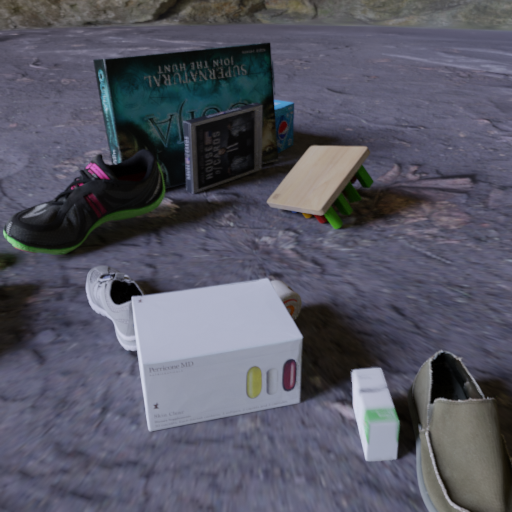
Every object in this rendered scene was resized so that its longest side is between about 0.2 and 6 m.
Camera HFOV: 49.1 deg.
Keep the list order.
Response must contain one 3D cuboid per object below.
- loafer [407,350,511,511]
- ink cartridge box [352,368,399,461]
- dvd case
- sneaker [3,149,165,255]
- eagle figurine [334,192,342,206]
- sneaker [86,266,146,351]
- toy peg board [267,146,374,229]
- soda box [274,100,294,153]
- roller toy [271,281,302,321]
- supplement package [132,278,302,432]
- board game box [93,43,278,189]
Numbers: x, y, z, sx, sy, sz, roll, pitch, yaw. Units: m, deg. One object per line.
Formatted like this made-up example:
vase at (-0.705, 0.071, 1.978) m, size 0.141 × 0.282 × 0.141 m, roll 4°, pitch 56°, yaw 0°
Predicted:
loafer at (1.912, 1.707, 5.316) m, size 0.823 × 0.762 × 2.187 m, roll -1°, pitch 28°, yaw -1°
ink cartridge box at (1.202, 1.596, 5.705) m, size 0.319 × 0.555 × 0.760 m, roll -5°, pitch 31°, yaw 1°
dvd case at (-0.669, -2.349, 12.113) m, size 0.256 × 1.554 × 2.068 m, roll 28°, pitch 40°, yaw 37°
sneaker at (-2.970, -1.067, 9.759) m, size 1.200 × 1.310 × 3.127 m, roll 34°, pitch 47°, yaw 25°
eagle figurine at (1.694, -1.500, 11.543) m, size 0.783 × 0.779 × 1.032 m, roll -20°, pitch 32°, yaw 28°
sneaker at (-1.814, 0.490, 7.629) m, size 0.701 × 0.769 × 1.875 m, roll -18°, pitch 32°, yaw -30°
toy peg board at (1.305, -1.265, 10.669) m, size 1.573 × 0.769 × 1.566 m, roll -52°, pitch 34°, yaw -16°
soda box at (-0.908, -3.649, 15.060) m, size 3.732 × 1.197 × 1.266 m, roll 16°, pitch 32°, yaw 26°
roller toy at (0.281, 0.642, 7.507) m, size 0.633 × 0.577 × 0.442 m, roll -11°, pitch 35°, yaw -36°
supplement package at (-0.479, 1.054, 6.371) m, size 1.691 × 0.938 × 1.317 m, roll -8°, pitch 28°, yaw -13°
board game box at (-1.299, -3.046, 12.233) m, size 4.074 × 2.755 × 0.574 m, roll -20°, pitch 26°, yaw -32°
